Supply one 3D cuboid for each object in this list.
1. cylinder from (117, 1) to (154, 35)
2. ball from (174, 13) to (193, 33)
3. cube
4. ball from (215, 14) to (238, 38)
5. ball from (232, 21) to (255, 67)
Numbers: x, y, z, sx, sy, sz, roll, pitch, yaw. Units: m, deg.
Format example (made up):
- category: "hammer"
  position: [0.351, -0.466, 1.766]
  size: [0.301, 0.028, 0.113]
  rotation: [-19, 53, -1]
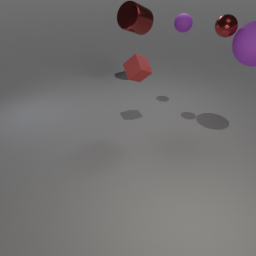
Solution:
- category: "cylinder"
  position: [0.378, -5.639, 14.433]
  size: [1.400, 1.400, 1.400]
  rotation: [23, 17, 34]
- category: "ball"
  position: [2.125, -4.033, 10.752]
  size: [0.700, 0.700, 0.700]
  rotation: [0, 30, 0]
- category: "cube"
  position: [0.362, -2.227, 10.481]
  size: [0.700, 0.700, 0.700]
  rotation: [3, 63, -48]
- category: "ball"
  position: [3.112, -3.231, 8.871]
  size: [0.700, 0.700, 0.700]
  rotation: [0, 30, 0]
- category: "ball"
  position: [4.043, -2.658, 8.882]
  size: [1.400, 1.400, 1.400]
  rotation: [0, 30, 0]
